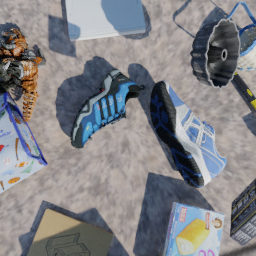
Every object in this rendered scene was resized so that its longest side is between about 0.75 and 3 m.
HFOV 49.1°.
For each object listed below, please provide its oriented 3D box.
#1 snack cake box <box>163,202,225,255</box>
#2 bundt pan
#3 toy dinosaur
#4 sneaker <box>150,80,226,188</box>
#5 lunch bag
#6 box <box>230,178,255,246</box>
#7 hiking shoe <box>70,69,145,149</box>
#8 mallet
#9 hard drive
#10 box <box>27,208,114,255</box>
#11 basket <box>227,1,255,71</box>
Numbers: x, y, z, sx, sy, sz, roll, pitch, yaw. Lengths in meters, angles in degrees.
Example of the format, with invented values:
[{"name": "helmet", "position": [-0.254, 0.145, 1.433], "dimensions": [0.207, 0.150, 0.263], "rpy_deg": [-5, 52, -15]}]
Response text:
[{"name": "snack cake box", "position": [1.476, 2.909, 6.636], "dimensions": [1.177, 0.688, 2.047], "rpy_deg": [12, 78, 4]}, {"name": "bundt pan", "position": [1.728, -1.494, 5.694], "dimensions": [0.517, 1.378, 1.378], "rpy_deg": [16, 74, 43]}, {"name": "toy dinosaur", "position": [-3.028, -1.510, 7.352], "dimensions": [1.870, 1.407, 2.755], "rpy_deg": [-13, 48, -23]}, {"name": "sneaker", "position": [1.474, 0.052, 7.226], "dimensions": [1.101, 1.082, 2.858], "rpy_deg": [-21, 81, -21]}, {"name": "lunch bag", "position": [-3.411, 0.340, 6.917], "dimensions": [1.894, 1.379, 2.227], "rpy_deg": [-30, 65, -7]}, {"name": "box", "position": [1.554, 0.873, 3.323], "dimensions": [0.213, 0.698, 0.866], "rpy_deg": [34, 119, 7]}, {"name": "hiking shoe", "position": [-0.572, -0.415, 7.282], "dimensions": [1.045, 0.896, 2.409], "rpy_deg": [31, 79, 8]}, {"name": "mallet", "position": [3.364, -0.602, 7.588], "dimensions": [0.810, 0.506, 2.460], "rpy_deg": [-34, 76, -12]}, {"name": "hard drive", "position": [-0.676, -3.387, 8.272], "dimensions": [2.209, 0.290, 1.457], "rpy_deg": [-8, 77, -1]}, {"name": "box", "position": [-1.449, 3.017, 6.871], "dimensions": [1.825, 0.194, 1.492], "rpy_deg": [20, 78, 4]}, {"name": "basket", "position": [3.101, -2.375, 7.538], "dimensions": [1.565, 1.089, 1.380], "rpy_deg": [45, 79, -23]}]
